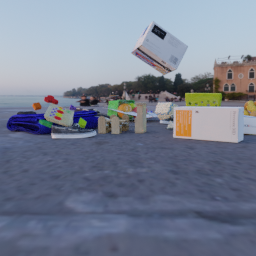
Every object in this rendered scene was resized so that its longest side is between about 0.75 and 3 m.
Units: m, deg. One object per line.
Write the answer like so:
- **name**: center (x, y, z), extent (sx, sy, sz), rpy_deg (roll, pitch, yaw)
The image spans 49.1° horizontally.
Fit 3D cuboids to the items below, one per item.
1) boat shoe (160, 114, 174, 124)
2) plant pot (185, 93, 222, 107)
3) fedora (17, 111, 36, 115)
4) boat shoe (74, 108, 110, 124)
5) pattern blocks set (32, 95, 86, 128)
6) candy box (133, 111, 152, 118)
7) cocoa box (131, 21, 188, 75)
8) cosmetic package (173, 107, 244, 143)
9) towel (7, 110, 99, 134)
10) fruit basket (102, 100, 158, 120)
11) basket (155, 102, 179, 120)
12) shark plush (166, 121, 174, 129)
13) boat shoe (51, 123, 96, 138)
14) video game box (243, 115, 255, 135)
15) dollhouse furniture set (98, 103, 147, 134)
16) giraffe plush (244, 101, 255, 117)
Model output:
- **boat shoe**: center (2.085, -0.418, 12.877), extent (1.347, 0.460, 0.497), rpy_deg (-2, 6, -18)
- **plant pot**: center (3.426, -0.874, 12.715), extent (1.548, 1.405, 1.541), rpy_deg (2, 5, 19)
- **fedora**: center (-4.098, -0.356, 11.337), extent (1.406, 0.642, 1.406), rpy_deg (0, 5, 0)
- **boat shoe**: center (-1.553, -0.522, 11.893), extent (2.173, 0.655, 0.803), rpy_deg (1, -29, 38)
- **pattern blocks set**: center (-2.239, -0.421, 9.228), extent (1.798, 0.166, 2.045), rpy_deg (25, 23, -5)
- **candy box**: center (0.806, -0.838, 17.201), extent (1.159, 0.446, 0.980), rpy_deg (1, 4, 25)
- **cocoa box**: center (1.251, -3.160, 11.313), extent (1.764, 1.176, 1.157), rpy_deg (30, -12, -16)
- **cosmetic package**: center (2.196, -0.133, 7.756), extent (1.802, 0.914, 0.642), rpy_deg (3, 7, 34)
- **towel**: center (-2.644, -0.295, 10.323), extent (2.130, 0.715, 2.884), rpy_deg (5, 8, 38)
- **fruit basket**: center (0.261, -0.765, 14.765), extent (2.518, 1.180, 2.332), rpy_deg (21, 15, 28)
- **basket**: center (2.130, -0.722, 14.127), extent (1.227, 0.968, 1.391), rpy_deg (5, -28, 42)
- **shark plush**: center (1.790, -0.060, 10.440), extent (0.772, 0.351, 0.322), rpy_deg (-1, -27, 42)
- **boat shoe**: center (-1.573, 0.058, 8.193), extent (1.291, 0.438, 0.463), rpy_deg (-1, 6, -12)
- **video game box**: center (3.037, -0.263, 9.998), extent (2.436, 0.626, 2.673), rpy_deg (2, 6, 3)
- **dollhouse furniture set**: center (-0.161, -0.364, 9.586), extent (1.507, 1.001, 1.320), rpy_deg (2, 6, 15)
- **giraffe plush**: center (4.702, -0.340, 10.255), extent (1.082, 1.254, 1.017), rpy_deg (-43, -2, 30)
